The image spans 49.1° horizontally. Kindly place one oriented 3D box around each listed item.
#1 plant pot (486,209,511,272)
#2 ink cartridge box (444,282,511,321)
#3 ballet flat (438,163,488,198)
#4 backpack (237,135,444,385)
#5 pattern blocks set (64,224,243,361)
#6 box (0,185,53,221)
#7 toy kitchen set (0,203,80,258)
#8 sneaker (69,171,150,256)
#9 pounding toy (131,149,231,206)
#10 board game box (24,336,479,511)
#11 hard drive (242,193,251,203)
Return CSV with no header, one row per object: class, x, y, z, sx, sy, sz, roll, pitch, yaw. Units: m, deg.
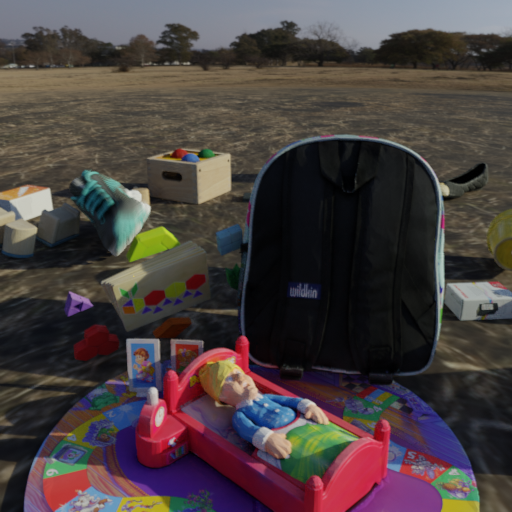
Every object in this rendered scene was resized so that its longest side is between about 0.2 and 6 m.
plant pot,4.620,-0.210,9.944,1.034,1.034,0.973,10,28,24
ink cartridge box,3.406,0.682,8.541,0.863,0.357,0.629,-2,21,-4
ballet flat,5.307,-1.975,14.848,2.530,0.719,0.841,-18,28,-39
backpack,1.079,-0.055,7.075,2.491,2.806,2.112,2,7,9
pattern blocks set,-1.227,0.416,7.095,2.332,2.049,0.189,-15,50,-23
box,-5.491,-1.210,13.076,0.744,0.583,1.195,10,23,24
toy kitchen set,-4.955,-0.648,11.368,2.087,1.230,1.672,29,30,15
sneaker,-3.025,-0.963,10.991,1.431,1.217,3.136,34,1,-23
pounding toy,-2.294,-2.108,14.553,2.274,1.184,2.588,11,24,26
board game box,-0.035,1.620,5.433,4.271,0.832,3.375,-1,20,-1
hard drive,0.061,-1.500,14.442,0.807,0.133,0.563,2,21,4
